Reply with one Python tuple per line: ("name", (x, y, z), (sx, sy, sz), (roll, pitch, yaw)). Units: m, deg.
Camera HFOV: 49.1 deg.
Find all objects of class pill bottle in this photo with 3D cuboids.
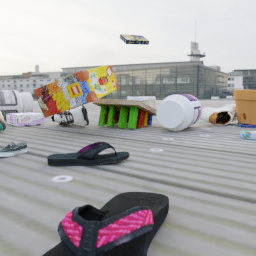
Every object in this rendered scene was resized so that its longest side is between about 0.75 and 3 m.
("pill bottle", (-6.347, -1.176, 14.298), (2.659, 1.504, 1.504), (-5, 9, -37))
("pill bottle", (1.904, -0.596, 10.477), (1.317, 1.317, 2.363), (3, 8, 25))

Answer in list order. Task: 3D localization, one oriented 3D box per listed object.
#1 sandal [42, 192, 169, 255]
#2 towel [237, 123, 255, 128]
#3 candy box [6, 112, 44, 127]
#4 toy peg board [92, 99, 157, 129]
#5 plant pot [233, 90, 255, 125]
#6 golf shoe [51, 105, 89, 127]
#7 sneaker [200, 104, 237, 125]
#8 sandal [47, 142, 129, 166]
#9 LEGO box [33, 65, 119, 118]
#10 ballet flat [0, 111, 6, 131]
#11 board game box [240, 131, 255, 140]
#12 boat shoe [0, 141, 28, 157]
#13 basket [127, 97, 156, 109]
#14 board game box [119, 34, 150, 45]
("sandal", (-0.152, 0.825, 2.378), (0.890, 0.534, 2.370), (2, 8, 16))
("towel", (4.948, -0.125, 11.541), (0.736, 0.121, 1.016), (3, 7, 13))
("candy box", (-4.474, -0.392, 12.154), (1.148, 0.489, 1.368), (-6, 9, -40))
("toy peg board", (-0.080, -0.422, 11.477), (2.132, 1.043, 2.123), (6, -6, 30))
("plant pot", (5.321, -0.822, 11.536), (1.963, 1.374, 1.963), (4, 7, -1))
("golf shoe", (-2.365, -0.389, 11.351), (1.088, 0.895, 2.303), (-18, 9, -31))
("sneaker", (4.315, -0.461, 12.062), (2.404, 0.875, 1.018), (-9, 25, -27))
("sandal", (-0.755, 0.496, 5.541), (1.638, 0.392, 0.616), (-2, 7, -13))
("LEGO box", (-1.573, -1.276, 9.213), (1.804, 0.935, 2.422), (-16, 11, 20))
("ballet flat", (-5.233, -0.428, 10.288), (2.565, 0.873, 0.862), (5, 42, 26))
("board game box", (3.971, 0.227, 8.516), (0.982, 0.180, 0.743), (3, 7, 16))
("boat shoe", (-2.602, 0.457, 6.258), (0.295, 0.290, 0.818), (3, 8, 23))
("basket", (0.870, -1.411, 17.650), (1.245, 1.133, 1.837), (3, 7, 28))
("board game box", (0.206, -2.842, 8.997), (0.817, 0.141, 0.553), (-6, 38, -25))
